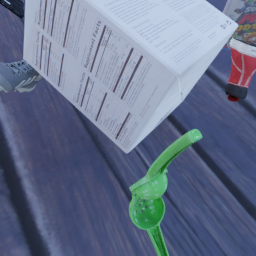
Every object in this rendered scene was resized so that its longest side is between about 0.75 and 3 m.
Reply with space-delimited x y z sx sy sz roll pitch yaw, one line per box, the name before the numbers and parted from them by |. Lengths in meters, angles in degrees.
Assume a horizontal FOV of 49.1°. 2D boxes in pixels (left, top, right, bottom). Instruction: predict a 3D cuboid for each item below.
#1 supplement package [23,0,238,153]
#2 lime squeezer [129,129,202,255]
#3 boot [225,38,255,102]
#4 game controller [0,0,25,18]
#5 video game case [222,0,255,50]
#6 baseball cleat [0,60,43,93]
supplement package | -0.093 -1.442 4.795 2.646 1.993 2.008 42 52 10
lime squeezer | 0.293 0.874 3.062 0.477 2.531 0.894 -10 36 -11
boot | 1.131 -0.595 2.886 0.289 0.575 0.797 16 26 6
game controller | -3.546 -3.748 8.002 0.300 1.425 0.743 -19 69 23
video game case | 3.214 -2.609 6.351 2.046 2.859 0.254 2 75 4
baseball cleat | -2.275 -1.275 5.901 1.120 2.104 0.734 -42 98 2
